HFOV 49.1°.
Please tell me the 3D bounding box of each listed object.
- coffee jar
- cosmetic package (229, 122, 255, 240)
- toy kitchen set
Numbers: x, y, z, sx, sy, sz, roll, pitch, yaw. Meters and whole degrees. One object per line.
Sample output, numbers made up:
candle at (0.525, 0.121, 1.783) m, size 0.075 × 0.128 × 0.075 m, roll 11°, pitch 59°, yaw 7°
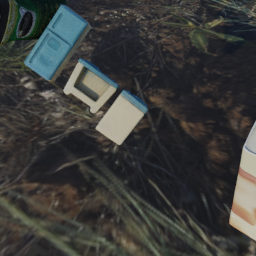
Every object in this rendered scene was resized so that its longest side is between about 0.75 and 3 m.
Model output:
coffee jar at (-2.066, -2.111, 5.101) m, size 0.879 × 1.075 × 2.061 m, roll 35°, pitch 30°, yaw 6°
cosmetic package at (2.093, 0.631, 3.530) m, size 1.105 × 2.533 × 1.310 m, roll 27°, pitch 66°, yaw 29°
toy kitchen set at (-0.625, -0.990, 4.639) m, size 2.216 × 1.305 × 1.775 m, roll 35°, pitch 6°, yaw -5°
